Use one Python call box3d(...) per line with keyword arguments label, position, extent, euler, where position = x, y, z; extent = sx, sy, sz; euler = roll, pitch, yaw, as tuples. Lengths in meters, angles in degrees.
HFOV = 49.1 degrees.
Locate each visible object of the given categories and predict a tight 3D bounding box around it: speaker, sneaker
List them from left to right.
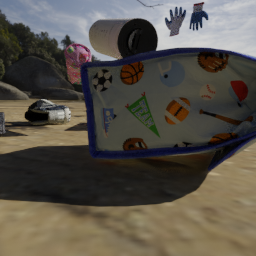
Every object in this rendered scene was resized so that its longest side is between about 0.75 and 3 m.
box3d(label="sneaker", position=(-3.170, -0.547, 9.758), extent=(2.246, 0.843, 1.297), euler=(6, 11, 37))
box3d(label="speaker", position=(-0.268, -2.651, 8.325), extent=(1.191, 1.191, 2.932), euler=(-3, 20, -22))

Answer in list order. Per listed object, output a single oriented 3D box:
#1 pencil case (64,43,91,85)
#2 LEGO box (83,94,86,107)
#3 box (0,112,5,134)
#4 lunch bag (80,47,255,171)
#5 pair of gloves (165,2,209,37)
box3d(label="pencil case", position=(-1.238, -1.528, 6.949), extent=(0.649, 0.649, 1.485), euler=(-1, -8, -11))
box3d(label="LEGO box", position=(-1.315, -1.461, 14.111), extent=(1.750, 1.303, 0.675), euler=(-11, -2, -7))
box3d(label="box", position=(-4.007, -0.015, 5.900), extent=(1.803, 0.569, 2.286), euler=(0, 6, 3))
box3d(label="lunch bag", position=(1.017, -0.336, 4.211), extent=(2.636, 1.632, 2.241), euler=(-6, 3, 25))
box3d(label="pair of gloves", position=(2.203, -4.062, 10.461), extent=(1.701, 0.194, 1.368), euler=(-15, -25, 2))
